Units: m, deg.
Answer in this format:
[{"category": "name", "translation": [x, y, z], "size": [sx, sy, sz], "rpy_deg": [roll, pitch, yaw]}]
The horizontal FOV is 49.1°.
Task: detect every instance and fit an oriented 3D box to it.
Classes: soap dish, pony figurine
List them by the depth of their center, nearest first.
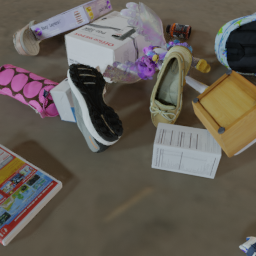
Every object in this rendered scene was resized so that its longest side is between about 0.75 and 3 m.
[{"category": "soap dish", "translation": [2.107, -0.384, 5.646], "size": [1.306, 0.674, 1.660], "rpy_deg": [-41, 33, 14]}, {"category": "pony figurine", "translation": [0.959, -2.063, 8.415], "size": [2.769, 2.389, 2.868], "rpy_deg": [8, 25, -44]}]

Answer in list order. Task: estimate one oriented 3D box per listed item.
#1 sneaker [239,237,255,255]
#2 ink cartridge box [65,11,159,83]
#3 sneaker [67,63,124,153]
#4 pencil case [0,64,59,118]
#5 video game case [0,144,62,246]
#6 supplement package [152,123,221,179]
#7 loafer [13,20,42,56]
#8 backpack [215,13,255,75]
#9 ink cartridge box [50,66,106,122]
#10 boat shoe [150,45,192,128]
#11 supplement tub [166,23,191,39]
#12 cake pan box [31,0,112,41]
[{"category": "sneaker", "translation": [2.127, 2.195, 4.649], "size": [0.585, 0.322, 0.799], "rpy_deg": [13, 46, 27]}, {"category": "ink cartridge box", "translation": [-0.465, -2.952, 9.820], "size": [2.084, 1.177, 2.839], "rpy_deg": [23, 46, 24]}, {"category": "sneaker", "translation": [-0.976, -0.554, 6.790], "size": [0.938, 1.006, 2.537], "rpy_deg": [-2, 58, -33]}, {"category": "pencil case", "translation": [-2.819, -1.059, 7.894], "size": [2.236, 1.015, 1.048], "rpy_deg": [23, 69, 27]}, {"category": "video game case", "translation": [-2.665, 1.173, 5.719], "size": [2.134, 0.186, 1.526], "rpy_deg": [26, 47, 19]}, {"category": "supplement package", "translation": [1.275, 0.481, 6.204], "size": [1.381, 0.785, 0.756], "rpy_deg": [9, 42, 9]}, {"category": "loafer", "translation": [-3.877, -3.292, 10.577], "size": [0.847, 0.969, 2.695], "rpy_deg": [-18, 35, 6]}, {"category": "backpack", "translation": [4.224, -2.691, 9.023], "size": [2.705, 2.206, 2.079], "rpy_deg": [-14, 32, -8]}, {"category": "ink cartridge box", "translation": [-1.313, -1.002, 7.751], "size": [0.546, 0.926, 1.608], "rpy_deg": [8, 39, 28]}, {"category": "boat shoe", "translation": [0.926, -0.798, 6.574], "size": [0.801, 2.196, 0.691], "rpy_deg": [24, 37, 12]}, {"category": "supplement tub", "translation": [2.082, -4.023, 11.569], "size": [0.981, 0.525, 0.525], "rpy_deg": [18, 44, 19]}, {"category": "cake pan box", "translation": [-2.175, -4.304, 10.954], "size": [2.560, 0.670, 2.358], "rpy_deg": [-10, 26, 25]}]
